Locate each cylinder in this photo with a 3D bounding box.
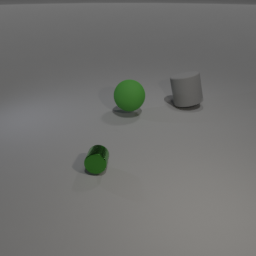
[{"bbox_3d":[2.807,-1.865,13.416,1.400,1.400,1.400,-12,18,4],"label":"cylinder"},{"bbox_3d":[-0.979,0.984,8.859,0.700,0.700,0.700,2,21,3],"label":"cylinder"}]

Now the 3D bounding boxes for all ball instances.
[{"bbox_3d":[0.066,-1.436,12.381,1.400,1.400,1.400,0,27,0],"label":"ball"}]
